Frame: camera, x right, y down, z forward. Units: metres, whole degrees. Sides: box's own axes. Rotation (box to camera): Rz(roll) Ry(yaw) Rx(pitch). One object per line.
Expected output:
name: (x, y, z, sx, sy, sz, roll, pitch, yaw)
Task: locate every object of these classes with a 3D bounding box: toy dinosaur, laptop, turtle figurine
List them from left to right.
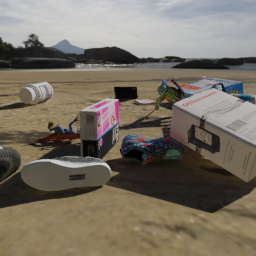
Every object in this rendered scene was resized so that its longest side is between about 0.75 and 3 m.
toy dinosaur: (-1.856, 0.269, 8.909, 1.416, 1.561, 0.819, 30, -15, 26)
laptop: (-0.075, -2.228, 17.170, 1.383, 0.806, 1.560, 2, 15, 6)
turtle figurine: (1.901, -0.798, 11.917, 2.101, 2.167, 1.559, 17, -26, -32)

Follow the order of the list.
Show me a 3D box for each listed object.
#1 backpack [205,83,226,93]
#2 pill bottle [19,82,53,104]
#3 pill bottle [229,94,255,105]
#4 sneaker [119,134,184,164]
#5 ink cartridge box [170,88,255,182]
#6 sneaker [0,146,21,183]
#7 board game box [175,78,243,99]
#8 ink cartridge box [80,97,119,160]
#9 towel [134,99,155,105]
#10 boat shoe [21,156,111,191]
backpack: (3.936, -1.161, 12.545, 1.313, 1.393, 1.708, -7, 21, 7)
pill bottle: (-5.063, -1.904, 15.375, 1.109, 1.109, 1.855, 5, 16, 16)
pill bottle: (5.273, -1.203, 13.354, 1.486, 0.823, 0.823, 7, 17, 23)
sneaker: (0.592, 0.679, 7.177, 1.647, 0.653, 0.787, 4, 38, 13)
ink cartridge box: (2.499, 0.017, 7.051, 1.732, 1.009, 2.392, -23, 39, -32)
sneaker: (-3.043, 1.095, 4.869, 1.235, 0.907, 2.729, 18, 27, 42)
board game box: (4.151, -1.922, 15.063, 2.710, 0.773, 2.767, -17, 20, -15)
ink cartridge box: (-0.665, -0.062, 8.008, 0.527, 1.345, 2.841, 3, 14, 9)
towel: (0.944, -1.437, 15.486, 0.950, 0.160, 0.995, -6, 17, -21)
boat shoe: (-1.296, 0.890, 5.985, 1.827, 0.655, 0.619, -1, 15, -14)
